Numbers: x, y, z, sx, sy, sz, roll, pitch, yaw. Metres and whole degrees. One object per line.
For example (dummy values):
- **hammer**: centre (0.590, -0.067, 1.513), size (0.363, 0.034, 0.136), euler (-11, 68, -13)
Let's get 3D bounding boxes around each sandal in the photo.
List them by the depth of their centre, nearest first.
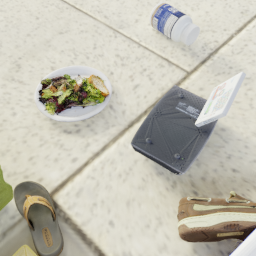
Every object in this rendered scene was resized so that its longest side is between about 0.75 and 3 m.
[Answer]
- **sandal**: centre (-2.102, 2.020, 6.476), size (0.831, 0.555, 2.033), euler (-22, 57, -15)

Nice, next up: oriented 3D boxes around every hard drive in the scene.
- **hard drive**: centre (2.963, 2.739, 5.254), size (2.655, 0.337, 1.751), euler (-45, 77, -1)
- **hard drive**: centre (1.399, 0.014, 7.877), size (1.767, 0.554, 2.619), euler (28, 57, 16)

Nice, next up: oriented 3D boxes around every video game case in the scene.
- **video game case**: centre (2.376, -0.716, 7.282), size (0.160, 1.229, 1.350), euler (35, 70, -7)

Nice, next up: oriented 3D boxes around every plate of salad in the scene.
- **plate of salad**: centre (-1.733, -1.226, 8.837), size (2.457, 0.590, 2.457), euler (0, 55, 0)

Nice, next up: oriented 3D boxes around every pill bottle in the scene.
- **pill bottle**: centre (1.755, -3.874, 10.507), size (1.014, 1.014, 1.826), euler (-35, 62, -23)

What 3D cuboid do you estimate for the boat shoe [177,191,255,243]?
- **boat shoe**: centre (2.545, 1.883, 6.300), size (2.874, 1.061, 1.063), euler (0, 48, 0)

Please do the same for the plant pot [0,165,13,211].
- **plant pot**: centre (-4.032, 1.571, 5.732), size (2.878, 2.878, 2.733), euler (36, 50, 23)

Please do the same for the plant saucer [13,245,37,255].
- **plant saucer**: centre (-2.153, 3.323, 5.676), size (1.307, 0.317, 1.307), euler (34, 61, 22)
